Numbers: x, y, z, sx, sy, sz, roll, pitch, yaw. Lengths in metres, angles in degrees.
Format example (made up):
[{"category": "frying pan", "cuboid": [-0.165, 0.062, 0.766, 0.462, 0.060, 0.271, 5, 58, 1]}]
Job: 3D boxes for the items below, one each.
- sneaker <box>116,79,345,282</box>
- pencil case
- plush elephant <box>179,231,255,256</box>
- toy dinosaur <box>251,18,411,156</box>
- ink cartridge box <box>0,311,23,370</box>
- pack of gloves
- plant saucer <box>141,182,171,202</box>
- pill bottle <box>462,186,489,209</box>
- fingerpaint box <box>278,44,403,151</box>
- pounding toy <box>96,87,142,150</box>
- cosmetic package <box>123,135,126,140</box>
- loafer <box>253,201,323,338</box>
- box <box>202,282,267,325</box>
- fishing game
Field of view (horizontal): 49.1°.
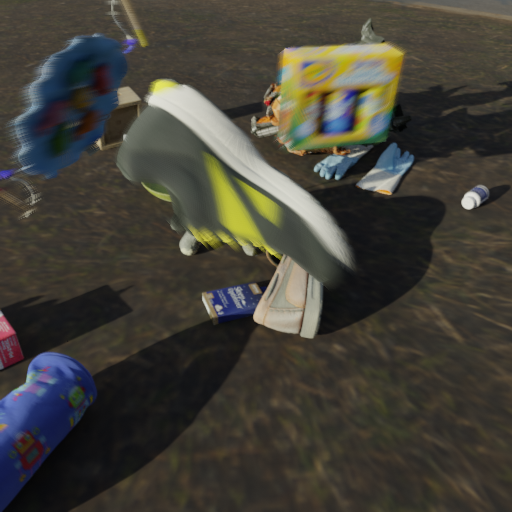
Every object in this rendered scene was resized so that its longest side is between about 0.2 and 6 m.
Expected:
[{"category": "sneaker", "cuboid": [-0.254, -0.527, 5.977, 1.183, 2.796, 1.041, -50, 17, -3]}, {"category": "pencil case", "cuboid": [-2.919, 2.173, 6.416, 1.053, 0.946, 2.425, -3, 30, 29]}, {"category": "plush elephant", "cuboid": [-0.313, -0.652, 10.298, 1.378, 1.780, 1.466, 34, 36, 14]}, {"category": "toy dinosaur", "cuboid": [1.697, -3.524, 14.100, 3.752, 2.824, 5.528, -20, 50, 7]}, {"category": "ink cartridge box", "cuboid": [-4.204, 1.330, 7.992, 1.340, 0.565, 0.970, -25, 41, -32]}, {"category": "pack of gloves", "cuboid": [2.662, -2.379, 13.594, 2.011, 0.472, 2.394, 17, 37, 22]}, {"category": "plant saucer", "cuboid": [-1.572, -1.714, 12.734, 2.074, 0.322, 2.074, 0, 33, 0]}, {"category": "pill bottle", "cuboid": [4.678, -1.238, 11.991, 0.360, 0.360, 0.649, 28, 43, 35]}, {"category": "fingerpaint box", "cuboid": [1.427, -2.759, 9.741, 1.914, 1.597, 0.702, -8, 37, -17]}, {"category": "pounding toy", "cuboid": [-3.626, -3.649, 14.807, 1.551, 1.427, 1.102, -22, 51, -28]}, {"category": "cosmetic package", "cuboid": [-2.846, -2.827, 14.231, 0.971, 0.492, 0.346, -7, 35, -8]}, {"category": "loafer", "cuboid": [0.583, 0.012, 9.408, 1.014, 1.159, 3.225, 6, 37, 1]}, {"category": "box", "cuboid": [-0.251, 0.746, 9.214, 1.138, 0.184, 0.690, -11, 35, -17]}, {"category": "fishing game", "cuboid": [-2.595, -2.106, 8.305, 0.532, 2.452, 3.424, 32, 82, 4]}]
